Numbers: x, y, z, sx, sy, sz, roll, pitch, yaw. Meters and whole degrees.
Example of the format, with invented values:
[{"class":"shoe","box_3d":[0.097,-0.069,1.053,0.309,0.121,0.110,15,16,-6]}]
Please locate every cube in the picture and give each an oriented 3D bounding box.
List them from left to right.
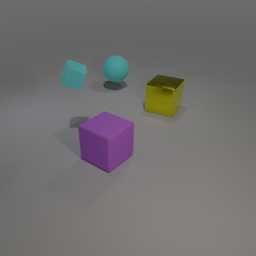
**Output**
[{"class":"cube","box_3d":[-1.916,-1.887,9.909,0.700,0.700,0.700,16,31,-23]},{"class":"cube","box_3d":[-0.749,0.446,9.959,1.400,1.400,1.400,22,37,31]},{"class":"cube","box_3d":[1.732,-1.557,13.268,1.400,1.400,1.400,15,35,23]}]

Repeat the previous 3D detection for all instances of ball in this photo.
[{"class":"ball","box_3d":[-0.642,-3.172,15.084,1.400,1.400,1.400,0,31,0]}]
